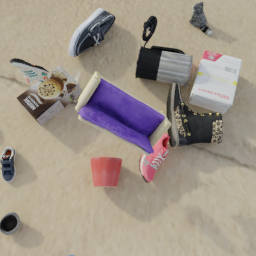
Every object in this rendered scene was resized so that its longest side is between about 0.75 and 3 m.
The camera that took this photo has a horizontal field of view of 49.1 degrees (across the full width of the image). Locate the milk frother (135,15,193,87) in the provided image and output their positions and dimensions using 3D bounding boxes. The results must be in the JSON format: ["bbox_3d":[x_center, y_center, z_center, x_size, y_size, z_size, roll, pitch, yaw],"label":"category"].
[{"bbox_3d":[1.539,-3.056,11.308,2.163,2.300,2.076,11,64,4],"label":"milk frother"}]

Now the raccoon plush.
[{"bbox_3d":[3.481,-5.096,12.848,1.481,0.992,0.717,39,72,15],"label":"raccoon plush"}]

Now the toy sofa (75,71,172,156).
[{"bbox_3d":[-0.101,-0.393,8.148,2.688,1.312,1.113,29,111,-20],"label":"toy sofa"}]

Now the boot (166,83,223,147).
[{"bbox_3d":[2.552,-0.507,10.944,1.991,0.968,2.645,2,66,-1],"label":"boot"}]

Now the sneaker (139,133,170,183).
[{"bbox_3d":[1.014,1.011,10.237,0.873,0.742,2.013,-4,61,38],"label":"sneaker"}]

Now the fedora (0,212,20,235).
[{"bbox_3d":[-4.019,3.299,9.669,0.798,0.360,0.706,-37,70,-6],"label":"fedora"}]

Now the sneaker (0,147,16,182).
[{"bbox_3d":[-4.489,1.333,10.418,0.517,0.524,1.319,-6,69,-4],"label":"sneaker"}]

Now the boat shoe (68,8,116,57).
[{"bbox_3d":[-1.534,-4.167,12.505,0.986,1.043,2.908,27,63,12],"label":"boat shoe"}]

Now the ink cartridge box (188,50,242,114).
[{"bbox_3d":[3.566,-1.889,11.532,1.617,0.929,2.228,18,68,7],"label":"ink cartridge box"}]

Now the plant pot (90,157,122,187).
[{"bbox_3d":[-0.797,1.603,10.049,1.158,1.158,1.025,1,78,0],"label":"plant pot"}]

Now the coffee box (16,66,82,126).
[{"bbox_3d":[-3.137,-1.313,11.324,2.193,0.875,1.239,-42,73,-16],"label":"coffee box"}]

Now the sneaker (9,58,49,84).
[{"bbox_3d":[-3.036,-1.672,8.535,0.449,1.276,0.596,38,106,34],"label":"sneaker"}]
